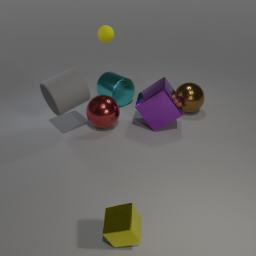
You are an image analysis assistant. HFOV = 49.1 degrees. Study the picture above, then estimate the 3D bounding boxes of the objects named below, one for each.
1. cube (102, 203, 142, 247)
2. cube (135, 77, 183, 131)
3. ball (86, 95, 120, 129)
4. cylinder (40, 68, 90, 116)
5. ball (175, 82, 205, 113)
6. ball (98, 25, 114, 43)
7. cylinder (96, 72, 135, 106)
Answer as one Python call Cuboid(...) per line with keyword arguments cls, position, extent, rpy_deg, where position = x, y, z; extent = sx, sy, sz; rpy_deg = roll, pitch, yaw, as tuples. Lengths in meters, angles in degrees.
Cuboid(cls="cube", position=(-0.119, 2.296, 6.619), extent=(0.700, 0.700, 0.700), rpy_deg=(-15, 40, 16))
Cuboid(cls="cube", position=(1.310, -0.995, 11.631), extent=(1.400, 1.400, 1.400), rpy_deg=(-31, 20, 23))
Cuboid(cls="ball", position=(-1.034, -0.677, 11.630), extent=(1.400, 1.400, 1.400), rpy_deg=(0, 29, 0))
Cuboid(cls="cylinder", position=(-2.399, -1.384, 10.724), extent=(1.400, 1.400, 1.400), rpy_deg=(-32, 41, -23))
Cuboid(cls="ball", position=(2.799, -1.384, 12.868), extent=(1.400, 1.400, 1.400), rpy_deg=(0, 29, 0))
Cuboid(cls="ball", position=(-0.946, -4.012, 11.957), extent=(0.700, 0.700, 0.700), rpy_deg=(0, 29, 0))
Cuboid(cls="cylinder", position=(-0.611, -1.944, 13.836), extent=(1.400, 1.400, 1.400), rpy_deg=(-22, 36, -33))
